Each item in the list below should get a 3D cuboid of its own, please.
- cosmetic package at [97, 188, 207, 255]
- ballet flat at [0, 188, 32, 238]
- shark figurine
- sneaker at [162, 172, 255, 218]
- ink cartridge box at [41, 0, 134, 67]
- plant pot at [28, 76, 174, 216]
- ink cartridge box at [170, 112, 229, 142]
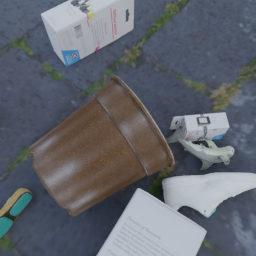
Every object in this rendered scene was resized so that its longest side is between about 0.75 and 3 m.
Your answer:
[{"bbox_3d":[0.385,2.786,6.180,1.688,1.699,2.030,29,67,13],"label":"cosmetic package"},{"bbox_3d":[-3.114,2.222,7.216,0.491,0.534,1.557,19,59,40],"label":"ballet flat"},{"bbox_3d":[2.007,0.749,7.783,1.962,0.819,1.173,17,31,0],"label":"shark figurine"},{"bbox_3d":[2.180,1.734,7.268,2.498,0.940,1.105,-7,76,4],"label":"sneaker"},{"bbox_3d":[-1.204,-3.481,9.263,2.838,1.634,0.963,-33,68,-15],"label":"ink cartridge box"},{"bbox_3d":[-0.741,0.558,6.926,2.669,2.696,2.696,-34,68,-6],"label":"plant pot"},{"bbox_3d":[2.002,0.010,8.012,1.469,0.851,0.490,-5,65,-2],"label":"ink cartridge box"}]
